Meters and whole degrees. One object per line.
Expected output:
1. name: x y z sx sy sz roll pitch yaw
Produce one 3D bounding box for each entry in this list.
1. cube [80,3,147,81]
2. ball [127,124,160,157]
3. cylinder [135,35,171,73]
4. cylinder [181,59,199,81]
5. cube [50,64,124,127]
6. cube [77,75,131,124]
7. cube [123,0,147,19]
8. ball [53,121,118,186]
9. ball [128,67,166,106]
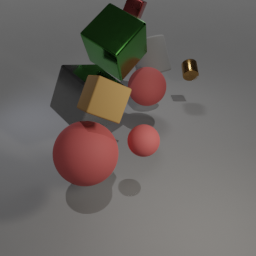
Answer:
1. cube: -0.377 -2.622 8.661 1.400 1.400 1.400 35 76 16
2. ball: 0.336 0.273 6.055 0.700 0.700 0.700 0 31 0
3. cylinder: 0.912 -2.861 11.292 1.400 1.400 1.400 -15 10 3
4. cylinder: 2.753 -2.580 12.448 0.700 0.700 0.700 0 59 0
5. cube: -1.174 -0.905 8.183 1.400 1.400 1.400 40 32 25
6. cube: -0.474 -0.564 5.392 0.700 0.700 0.700 19 3 -27
7. cube: 0.281 -4.991 11.573 0.700 0.700 0.700 28 28 3
8. ball: -0.906 0.546 6.048 1.400 1.400 1.400 0 31 0
9. ball: 0.690 -1.502 10.178 1.400 1.400 1.400 0 31 0
